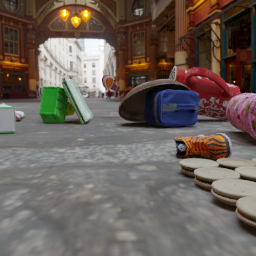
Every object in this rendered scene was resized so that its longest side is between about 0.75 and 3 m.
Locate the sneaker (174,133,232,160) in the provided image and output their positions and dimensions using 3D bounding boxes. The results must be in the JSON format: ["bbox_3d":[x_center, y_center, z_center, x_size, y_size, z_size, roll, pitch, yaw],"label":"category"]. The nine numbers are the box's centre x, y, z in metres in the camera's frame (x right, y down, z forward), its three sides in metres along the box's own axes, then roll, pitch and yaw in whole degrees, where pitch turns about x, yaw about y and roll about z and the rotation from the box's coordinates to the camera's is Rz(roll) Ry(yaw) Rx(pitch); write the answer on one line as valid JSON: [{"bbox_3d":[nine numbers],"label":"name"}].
[{"bbox_3d":[1.230,0.368,4.935,0.706,0.489,1.261,-6,-2,-14],"label":"sneaker"}]

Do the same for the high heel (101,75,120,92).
[{"bbox_3d":[-1.114,-2.345,13.844,1.015,0.713,2.116,32,8,16],"label":"high heel"}]

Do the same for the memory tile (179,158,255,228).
[{"bbox_3d":[1.676,0.661,3.264,1.690,0.185,2.205,-1,6,-7],"label":"memory tile"}]

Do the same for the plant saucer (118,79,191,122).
[{"bbox_3d":[0.992,-1.073,10.897,2.892,0.464,2.892,-12,-23,-5],"label":"plant saucer"}]

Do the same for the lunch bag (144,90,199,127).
[{"bbox_3d":[1.695,-0.709,10.194,1.943,1.320,1.285,-2,7,-28],"label":"lunch bag"}]

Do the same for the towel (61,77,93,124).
[{"bbox_3d":[-2.166,-1.238,12.192,0.322,2.100,2.753,-27,7,2],"label":"towel"}]

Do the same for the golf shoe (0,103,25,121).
[{"bbox_3d":[-5.144,-0.657,11.960,0.656,0.832,1.806,3,6,24],"label":"golf shoe"}]

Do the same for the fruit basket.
[{"bbox_3d":[-2.981,-0.942,11.943,1.185,1.643,1.643,2,7,9],"label":"fruit basket"}]

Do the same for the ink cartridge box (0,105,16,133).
[{"bbox_3d":[-4.436,-0.306,8.847,1.414,0.814,1.937,-4,7,-29],"label":"ink cartridge box"}]

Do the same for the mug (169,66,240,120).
[{"bbox_3d":[3.275,-1.405,12.323,2.977,1.986,2.642,14,6,-3],"label":"mug"}]

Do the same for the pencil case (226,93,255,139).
[{"bbox_3d":[3.415,-0.325,7.353,1.269,1.214,2.933,-6,5,12],"label":"pencil case"}]
